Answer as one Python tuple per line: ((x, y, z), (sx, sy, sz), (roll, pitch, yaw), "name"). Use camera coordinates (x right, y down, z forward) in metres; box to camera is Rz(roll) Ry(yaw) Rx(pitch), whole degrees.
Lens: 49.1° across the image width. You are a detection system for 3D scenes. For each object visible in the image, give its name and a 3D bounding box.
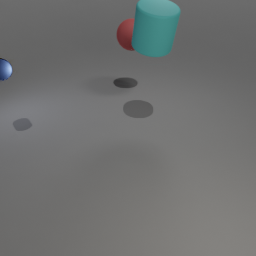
((0.170, -4.277, 12.859), (1.400, 1.400, 1.400), (0, 32, 0), "ball")
((-4.148, -1.887, 9.041), (0.700, 0.700, 0.700), (-17, 19, -26), "cylinder")
((0.882, -3.297, 9.198), (1.400, 1.400, 1.400), (4, 47, -4), "cylinder")
